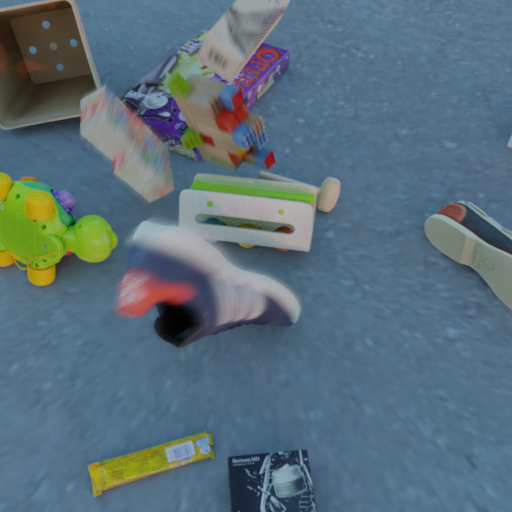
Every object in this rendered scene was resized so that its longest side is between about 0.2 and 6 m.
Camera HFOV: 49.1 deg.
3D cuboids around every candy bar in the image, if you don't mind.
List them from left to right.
[{"bbox_3d":[-1.295,2.594,7.070,1.602,0.178,0.400,-13,56,-11],"label":"candy bar"}]

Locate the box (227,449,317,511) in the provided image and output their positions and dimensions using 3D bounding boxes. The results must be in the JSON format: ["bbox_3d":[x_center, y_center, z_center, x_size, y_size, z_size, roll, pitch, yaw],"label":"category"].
[{"bbox_3d":[0.182,2.880,6.574,0.977,0.605,0.960,-5,49,-4],"label":"box"}]

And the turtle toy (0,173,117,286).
[{"bbox_3d":[-3.269,-0.449,8.834,2.193,1.598,1.109,22,33,16],"label":"turtle toy"}]

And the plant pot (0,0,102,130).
[{"bbox_3d":[-4.254,-4.019,11.223,2.116,2.119,1.876,-11,33,-1],"label":"plant pot"}]

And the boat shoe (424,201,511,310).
[{"bbox_3d":[3.877,0.036,8.721,0.834,0.949,2.666,-28,51,-24],"label":"boat shoe"}]

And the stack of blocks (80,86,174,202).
[{"bbox_3d":[-2.039,-1.741,8.966,0.500,1.707,0.983,-23,56,17],"label":"stack of blocks"}]

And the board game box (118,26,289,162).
[{"bbox_3d":[-1.128,-3.605,11.924,2.237,0.602,3.728,26,55,15],"label":"board game box"}]

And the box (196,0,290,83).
[{"bbox_3d":[-0.162,-3.121,7.682,0.616,0.513,1.500,34,61,-9],"label":"box"}]

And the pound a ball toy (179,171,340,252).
[{"bbox_3d":[0.112,-0.736,9.418,2.473,1.051,1.613,7,26,6],"label":"pound a ball toy"}]

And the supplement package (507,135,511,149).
[{"bbox_3d":[5.607,-2.721,10.421,1.006,1.680,1.019,33,58,24],"label":"supplement package"}]

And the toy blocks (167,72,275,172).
[{"bbox_3d":[-0.432,-1.986,8.784,1.320,1.931,0.965,25,67,30],"label":"toy blocks"}]

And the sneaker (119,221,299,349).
[{"bbox_3d":[-0.580,0.674,7.330,1.125,3.001,1.268,10,75,44],"label":"sneaker"}]
